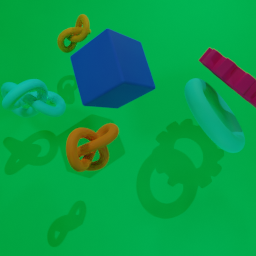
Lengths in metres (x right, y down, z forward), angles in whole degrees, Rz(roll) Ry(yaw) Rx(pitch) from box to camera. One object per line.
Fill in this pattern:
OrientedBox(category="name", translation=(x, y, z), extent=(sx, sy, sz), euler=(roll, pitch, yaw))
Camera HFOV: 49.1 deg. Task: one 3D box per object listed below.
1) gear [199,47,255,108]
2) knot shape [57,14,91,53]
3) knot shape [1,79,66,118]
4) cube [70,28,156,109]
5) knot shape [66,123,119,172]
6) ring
OrientedBox(category="gear", translation=(2.550, -1.053, 6.454), extent=(2.041, 2.041, 0.378), euler=(44, 108, 16))
OrientedBox(category="knot shape", translation=(-1.482, -2.516, 7.639), extent=(1.060, 1.133, 0.523), euler=(-47, 110, -9))
OrientedBox(category="knot shape", translation=(-2.409, -0.711, 6.790), extent=(1.648, 1.543, 0.762), euler=(5, 82, 0))
OrientedBox(category="cube", translation=(-0.352, -1.296, 6.555), extent=(1.276, 1.276, 1.276), euler=(-24, 76, 35))
OrientedBox(category="knot shape", translation=(-0.641, 0.333, 5.346), extent=(1.141, 1.219, 0.563), euler=(-44, 68, -11))
OrientedBox(category="ring", translation=(1.898, -0.296, 6.101), extent=(0.372, 1.860, 1.860), euler=(-37, 67, 29))
